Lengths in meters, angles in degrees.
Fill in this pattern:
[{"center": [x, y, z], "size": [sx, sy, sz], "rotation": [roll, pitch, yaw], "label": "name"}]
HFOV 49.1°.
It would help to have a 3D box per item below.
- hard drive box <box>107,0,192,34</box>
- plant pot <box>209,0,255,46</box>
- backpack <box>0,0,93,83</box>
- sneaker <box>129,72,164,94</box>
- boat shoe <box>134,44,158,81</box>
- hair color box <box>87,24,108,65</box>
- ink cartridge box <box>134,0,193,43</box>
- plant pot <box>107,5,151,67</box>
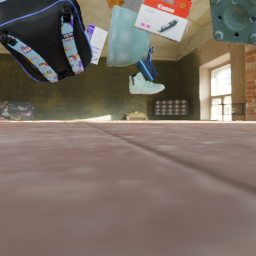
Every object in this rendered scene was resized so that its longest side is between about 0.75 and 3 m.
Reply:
[{"center": [0.689, -3.900, 8.503], "size": [2.462, 0.945, 1.919], "rotation": [7, -14, 10], "label": "hard drive box"}, {"center": [2.737, -2.744, 5.932], "size": [1.921, 1.915, 1.956], "rotation": [23, 57, 41], "label": "plant pot"}, {"center": [-2.567, -2.963, 9.168], "size": [2.620, 1.931, 2.870], "rotation": [-23, -31, 1], "label": "backpack"}, {"center": [0.723, -1.849, 11.327], "size": [1.442, 0.850, 0.531], "rotation": [-1, 31, 14], "label": "sneaker"}, {"center": [0.494, -3.157, 10.853], "size": [0.971, 2.829, 1.190], "rotation": [-39, 29, -6], "label": "boat shoe"}, {"center": [-1.618, -3.831, 12.921], "size": [0.515, 1.590, 0.869], "rotation": [28, 14, 33], "label": "hair color box"}, {"center": [0.570, -1.799, 4.431], "size": [0.770, 0.668, 0.168], "rotation": [19, 9, 0], "label": "ink cartridge box"}, {"center": [0.056, -2.468, 7.841], "size": [1.098, 1.639, 1.639], "rotation": [9, 1, -3], "label": "plant pot"}]
